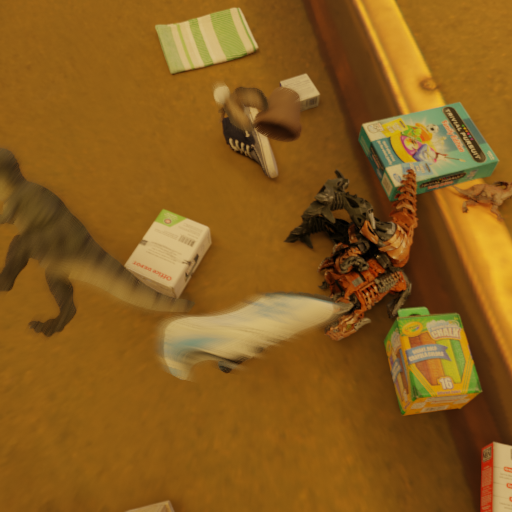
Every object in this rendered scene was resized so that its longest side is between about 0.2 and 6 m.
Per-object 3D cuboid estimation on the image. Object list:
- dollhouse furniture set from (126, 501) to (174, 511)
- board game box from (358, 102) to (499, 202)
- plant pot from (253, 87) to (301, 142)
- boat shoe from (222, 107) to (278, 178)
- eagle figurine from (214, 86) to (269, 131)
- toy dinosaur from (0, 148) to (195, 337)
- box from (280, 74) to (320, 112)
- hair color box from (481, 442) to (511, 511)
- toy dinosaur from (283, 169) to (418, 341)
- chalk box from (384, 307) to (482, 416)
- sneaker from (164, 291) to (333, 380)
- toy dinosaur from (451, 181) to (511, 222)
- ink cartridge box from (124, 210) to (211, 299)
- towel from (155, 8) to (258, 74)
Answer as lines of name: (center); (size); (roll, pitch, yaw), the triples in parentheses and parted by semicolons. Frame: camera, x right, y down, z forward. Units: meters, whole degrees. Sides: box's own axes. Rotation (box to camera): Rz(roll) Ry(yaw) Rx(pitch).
dollhouse furniture set: (-1.600, 4.417, 7.033); (1.772, 1.225, 1.877); (-19, 92, 13)
board game box: (3.241, -2.021, 10.679); (2.092, 0.491, 1.579); (-15, 61, -9)
plant pot: (0.381, -2.118, 8.261); (0.713, 0.713, 0.622); (15, 80, 9)
boat shoe: (-0.142, -2.095, 10.739); (0.781, 0.629, 1.684); (-20, 60, 6)
eagle figurine: (-0.224, -2.118, 7.965); (0.548, 0.551, 0.726); (-19, 31, -28)
toy dinosaur: (-2.481, 0.094, 6.766); (3.396, 0.806, 1.496); (41, 77, -10)
box: (0.882, -3.328, 11.512); (0.608, 0.347, 0.661); (-20, 63, -11)
hair color box: (3.503, 3.455, 7.517); (0.834, 0.503, 1.643); (11, 62, 7)
toy dinosaur: (1.745, -0.180, 9.335); (2.192, 1.650, 3.230); (36, 46, 3)
chalk box: (2.554, 1.455, 8.399); (0.974, 0.969, 1.565); (-6, 61, -4)
sneaker: (-0.083, 0.932, 6.551); (2.090, 0.751, 0.757); (-17, 66, 12)
toy dinosaur: (4.212, -1.148, 10.197); (1.241, 0.532, 0.841); (14, 52, 23)
ink cartridge box: (-1.472, -0.024, 9.497); (0.934, 0.539, 1.283); (23, 63, 13)
towel: (-1.104, -4.815, 12.438); (2.007, 0.235, 1.531); (-16, 62, -9)
